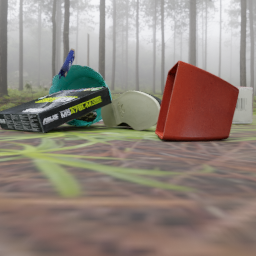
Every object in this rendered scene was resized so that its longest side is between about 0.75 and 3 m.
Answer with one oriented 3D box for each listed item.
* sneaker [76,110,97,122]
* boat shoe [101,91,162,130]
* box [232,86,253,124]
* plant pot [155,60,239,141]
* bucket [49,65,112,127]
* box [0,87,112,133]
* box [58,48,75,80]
[{"bbox_3d":[-1.644,-0.683,9.425,0.808,0.830,2.085,13,0,-30],"label":"sneaker"},{"bbox_3d":[0.221,-0.502,8.002,0.913,1.066,2.913,-11,4,-29],"label":"boat shoe"},{"bbox_3d":[3.945,-0.981,12.486,1.770,1.508,2.768,-1,3,-13],"label":"box"},{"bbox_3d":[1.262,-0.382,5.208,1.173,1.330,1.331,11,3,0],"label":"plant pot"},{"bbox_3d":[-1.615,-1.076,9.962,2.141,2.141,1.393,0,0,3],"label":"bucket"},{"bbox_3d":[-2.124,-0.579,8.024,2.462,0.585,2.377,4,22,44],"label":"box"},{"bbox_3d":[-1.881,-1.942,8.655,0.150,0.924,0.560,25,-14,-4],"label":"box"}]
